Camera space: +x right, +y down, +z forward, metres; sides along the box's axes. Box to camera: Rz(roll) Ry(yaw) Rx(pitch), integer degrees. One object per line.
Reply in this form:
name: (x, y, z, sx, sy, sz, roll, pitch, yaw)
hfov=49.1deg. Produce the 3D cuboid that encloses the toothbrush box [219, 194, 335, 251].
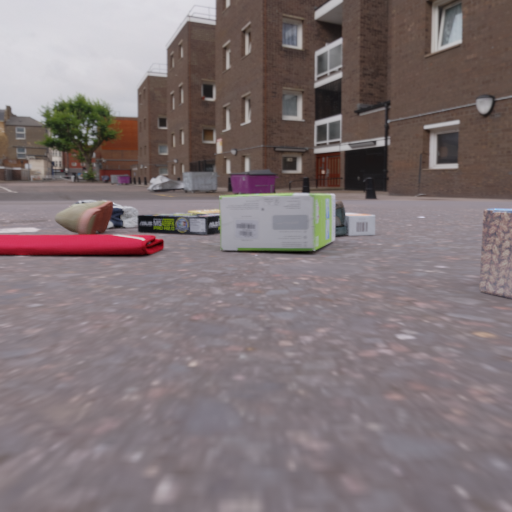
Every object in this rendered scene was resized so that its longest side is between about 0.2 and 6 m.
toothbrush box: (0.496, -0.693, 10.805, 1.752, 1.036, 2.406, 1, 8, 16)

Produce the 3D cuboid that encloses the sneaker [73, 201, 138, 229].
sneaker: (-4.436, -1.156, 15.665, 1.984, 0.792, 1.291, -6, 8, -41)

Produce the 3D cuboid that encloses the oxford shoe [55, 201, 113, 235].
oxford shoe: (-4.101, -1.020, 13.617, 0.873, 0.837, 2.365, 16, 7, -1)

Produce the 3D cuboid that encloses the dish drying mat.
dish drying mat: (-3.422, -0.205, 9.894, 3.355, 0.305, 1.288, 1, 8, 5)

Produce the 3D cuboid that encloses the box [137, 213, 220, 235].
box: (-1.748, -0.845, 14.439, 2.062, 0.457, 1.652, 3, 8, 25)

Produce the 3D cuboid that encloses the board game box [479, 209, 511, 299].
board game box: (3.627, -0.019, 5.837, 1.915, 0.927, 1.526, -3, 8, -25)

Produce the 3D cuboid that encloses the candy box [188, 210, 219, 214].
candy box: (-1.302, -1.094, 16.405, 0.965, 0.462, 1.672, -4, 9, -23)

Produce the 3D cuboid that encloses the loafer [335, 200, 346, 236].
loafer: (0.770, -0.874, 13.081, 2.696, 0.848, 0.969, -1, 7, -7)

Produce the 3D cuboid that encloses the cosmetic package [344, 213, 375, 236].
cosmetic package: (2.301, -0.791, 13.860, 0.712, 0.500, 1.403, -2, 7, -17)
